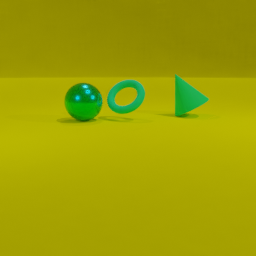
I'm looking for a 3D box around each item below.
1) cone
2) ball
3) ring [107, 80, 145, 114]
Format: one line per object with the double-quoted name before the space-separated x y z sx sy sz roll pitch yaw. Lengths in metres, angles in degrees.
"cone" 2.225 -1.482 11.205 1.491 1.497 1.491 -28 6 3
"ball" -1.602 -0.942 10.125 1.379 1.379 1.379 0 11 0
"ring" -0.083 -1.166 10.338 1.479 1.479 0.296 5 -27 24
